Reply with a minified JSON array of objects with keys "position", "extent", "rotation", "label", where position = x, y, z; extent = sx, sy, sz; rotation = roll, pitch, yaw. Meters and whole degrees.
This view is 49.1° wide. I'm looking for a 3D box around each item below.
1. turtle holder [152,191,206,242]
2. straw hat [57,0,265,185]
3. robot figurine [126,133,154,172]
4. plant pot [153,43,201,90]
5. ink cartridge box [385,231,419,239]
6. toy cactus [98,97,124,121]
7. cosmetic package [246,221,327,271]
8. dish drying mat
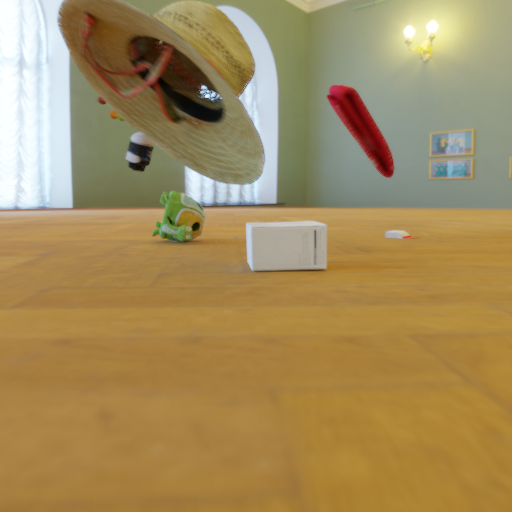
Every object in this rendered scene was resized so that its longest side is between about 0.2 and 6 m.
[{"position":[-1.893,-0.966,14.112],"extent":[1.194,1.277,1.681],"rotation":[14,-6,-9],"label":"turtle holder"},{"position":[-1.128,-3.291,9.616],"extent":[4.260,1.803,4.260],"rotation":[32,-18,12],"label":"straw hat"},{"position":[-2.732,-2.453,13.216],"extent":[0.672,0.894,0.558],"rotation":[19,15,10],"label":"robot figurine"},{"position":[-1.966,-3.573,11.647],"extent":[1.825,1.825,1.775],"rotation":[-2,15,-18],"label":"plant pot"},{"position":[4.074,-0.589,15.541],"extent":[0.794,0.188,0.636],"rotation":[3,7,37],"label":"ink cartridge box"},{"position":[-2.703,-3.840,13.366],"extent":[1.676,1.039,2.031],"rotation":[-35,34,-33],"label":"toy cactus"},{"position":[0.466,-0.177,9.250],"extent":[1.204,0.740,1.200],"rotation":[0,6,-4],"label":"cosmetic package"},{"position":[2.150,-2.833,12.109],"extent":[0.436,1.839,4.788],"rotation":[-33,12,13],"label":"dish drying mat"}]
